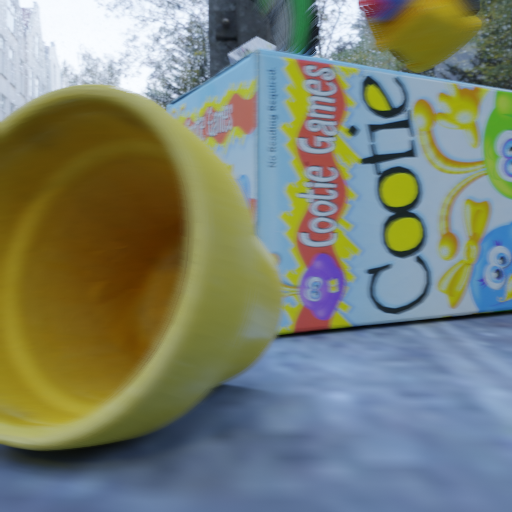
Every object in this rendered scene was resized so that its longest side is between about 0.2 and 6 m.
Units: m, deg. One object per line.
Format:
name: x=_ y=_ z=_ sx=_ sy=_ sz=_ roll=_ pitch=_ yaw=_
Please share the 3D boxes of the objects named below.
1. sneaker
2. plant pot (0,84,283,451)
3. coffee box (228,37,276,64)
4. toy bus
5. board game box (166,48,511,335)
sneaker: x=0.269 y=-3.257 z=7.026 sx=0.937 sy=2.201 sz=0.859 roll=-9 pitch=0 yaw=13
plant pot: x=-0.290 y=0.075 z=1.459 sx=0.772 sy=0.772 sz=0.726 roll=1 pitch=-13 yaw=25
coffee box: x=0.043 y=-4.350 z=12.931 sx=0.875 sy=0.883 sz=0.885 roll=-36 pitch=46 yaw=-11
toy bus: x=1.775 y=-3.339 z=7.003 sx=1.607 sy=1.674 sz=1.136 roll=-1 pitch=-20 yaw=-40
board game box: x=0.780 y=-0.300 z=3.330 sx=2.356 sy=1.214 sz=1.236 roll=-1 pitch=3 yaw=-27
